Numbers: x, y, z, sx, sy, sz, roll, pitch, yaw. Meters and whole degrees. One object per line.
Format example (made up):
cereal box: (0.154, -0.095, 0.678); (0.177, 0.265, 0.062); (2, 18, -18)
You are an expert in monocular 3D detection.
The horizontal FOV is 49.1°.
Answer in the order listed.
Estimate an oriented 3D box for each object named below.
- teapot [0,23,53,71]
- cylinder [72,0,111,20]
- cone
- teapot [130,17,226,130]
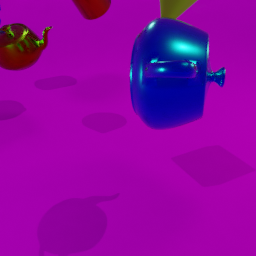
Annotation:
teapot: (-2.817, -2.150, 7.131); (2.076, 1.016, 1.291); (-8, 53, 4)
cylinder: (-1.172, -3.978, 8.339); (1.040, 1.040, 1.040); (-10, 62, 19)
cone: (0.916, -2.515, 5.636); (1.170, 1.174, 1.170); (23, 2, -1)
teapot: (0.581, -0.575, 3.132); (0.955, 1.213, 1.951); (4, 7, 14)
